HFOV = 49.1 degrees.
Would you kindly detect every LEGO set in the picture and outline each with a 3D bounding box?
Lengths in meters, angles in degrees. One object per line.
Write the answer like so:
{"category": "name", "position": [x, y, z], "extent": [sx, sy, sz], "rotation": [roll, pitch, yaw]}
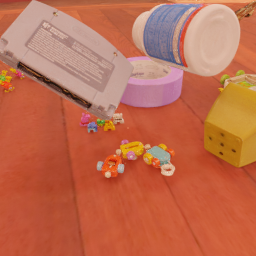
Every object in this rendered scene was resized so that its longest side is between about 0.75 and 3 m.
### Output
{"category": "LEGO set", "position": [-0.861, -0.276, 9.302], "extent": [1.515, 0.622, 0.578], "rotation": [-5, 35, -7]}

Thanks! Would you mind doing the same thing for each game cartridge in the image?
{"category": "game cartridge", "position": [-1.329, -1.668, 6.727], "extent": [2.928, 0.592, 1.952], "rotation": [31, 61, -15]}

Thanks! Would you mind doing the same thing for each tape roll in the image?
{"category": "tape roll", "position": [0.726, -1.979, 11.530], "extent": [2.967, 0.973, 2.967], "rotation": [1, 34, 0]}

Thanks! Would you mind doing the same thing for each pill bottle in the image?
{"category": "pill bottle", "position": [1.274, -2.376, 7.244], "extent": [1.579, 1.579, 2.814], "rotation": [-18, 30, -24]}

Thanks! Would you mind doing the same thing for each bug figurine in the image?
{"category": "bug figurine", "position": [-4.928, -2.210, 12.296], "extent": [1.495, 0.496, 1.927], "rotation": [26, 42, 34]}

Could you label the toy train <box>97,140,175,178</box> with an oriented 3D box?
{"category": "toy train", "position": [0.263, 0.979, 7.560], "extent": [2.001, 0.557, 1.503], "rotation": [3, 35, 10]}

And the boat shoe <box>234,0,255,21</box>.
{"category": "boat shoe", "position": [3.768, -3.684, 8.895], "extent": [1.013, 0.374, 0.383], "rotation": [-32, 4, -9]}

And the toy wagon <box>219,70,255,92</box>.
{"category": "toy wagon", "position": [4.752, -1.597, 11.351], "extent": [2.735, 0.541, 2.122], "rotation": [-19, 38, -24]}

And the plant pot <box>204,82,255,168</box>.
{"category": "plant pot", "position": [3.137, 0.038, 7.995], "extent": [1.557, 1.765, 1.765], "rotation": [-36, 47, -24]}
